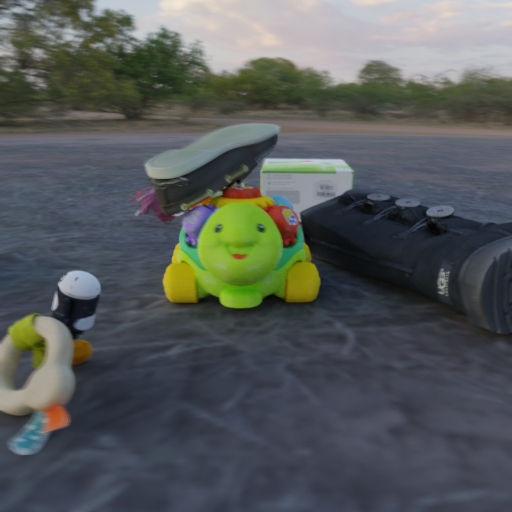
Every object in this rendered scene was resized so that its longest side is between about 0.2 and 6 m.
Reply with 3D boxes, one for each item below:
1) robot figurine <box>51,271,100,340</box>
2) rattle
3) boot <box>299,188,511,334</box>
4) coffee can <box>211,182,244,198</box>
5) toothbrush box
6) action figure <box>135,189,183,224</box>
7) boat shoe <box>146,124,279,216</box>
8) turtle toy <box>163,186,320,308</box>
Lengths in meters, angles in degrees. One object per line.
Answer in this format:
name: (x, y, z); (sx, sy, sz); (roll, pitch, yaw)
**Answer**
robot figurine: (-1.648, 0.440, 5.091); (0.384, 0.615, 0.462); (6, 19, -36)
rattle: (-1.643, 1.159, 4.690); (0.857, 0.940, 1.316); (-39, 48, -18)
boot: (2.927, -0.216, 8.010); (3.305, 1.316, 4.009); (-4, 11, -22)
coffee can: (-0.910, -1.684, 14.117); (1.010, 0.740, 0.740); (-7, 17, -27)
toothbrush box: (1.115, -1.561, 12.873); (1.958, 1.158, 2.689); (1, 14, 4)
action figure: (-2.048, -1.016, 11.466); (0.972, 0.651, 0.723); (26, -6, -31)
boat shoe: (-0.489, -1.222, 7.446); (0.810, 0.684, 2.272); (14, 33, 39)
turtle toy: (-0.184, -0.141, 7.163); (2.001, 1.388, 2.746); (0, 15, -2)
